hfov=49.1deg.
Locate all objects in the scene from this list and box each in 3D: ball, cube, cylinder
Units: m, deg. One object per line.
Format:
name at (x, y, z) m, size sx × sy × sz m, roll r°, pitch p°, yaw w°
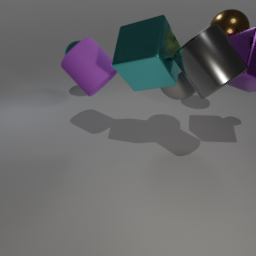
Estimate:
ball at (-2.193, -3.255, 12.759) m, size 1.400 × 1.400 × 1.400 m, roll 0°, pitch 31°, yaw 0°
cube at (3.743, -1.972, 8.420) m, size 1.400 × 1.400 × 1.400 m, roll 16°, pitch -2°, yaw -18°
cube at (0.572, -2.058, 7.984) m, size 1.400 × 1.400 × 1.400 m, roll -4°, pitch 63°, yaw 30°
ball at (1.742, -1.665, 9.532) m, size 1.400 × 1.400 × 1.400 m, roll 0°, pitch 31°, yaw 0°
cylinder at (-1.253, -2.013, 9.318) m, size 1.400 × 1.400 × 1.400 m, roll 47°, pitch 39°, yaw -5°
ball at (3.621, -3.508, 10.052) m, size 1.400 × 1.400 × 1.400 m, roll 0°, pitch 31°, yaw 0°
cylinder at (2.148, -1.716, 7.375) m, size 1.400 × 1.400 × 1.400 m, roll -33°, pitch 87°, yaw -41°
